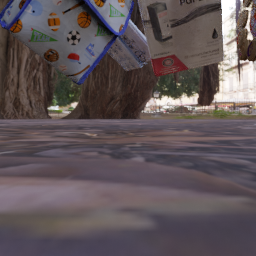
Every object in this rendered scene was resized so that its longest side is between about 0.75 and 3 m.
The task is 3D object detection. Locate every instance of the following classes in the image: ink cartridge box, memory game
[{"bbox_3d":[1.465,-3.176,7.860,2.157,2.962,1.256,-12,39,9],"label":"ink cartridge box"},{"bbox_3d":[3.127,-2.974,6.627,0.181,2.843,2.843,8,2,2],"label":"memory game"}]

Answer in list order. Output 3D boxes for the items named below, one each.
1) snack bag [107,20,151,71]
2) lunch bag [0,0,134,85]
[{"bbox_3d":[-0.290,-3.350,10.813,2.758,0.313,2.925,43,-16,-24],"label":"snack bag"},{"bbox_3d":[-1.362,-2.882,6.916,2.352,2.767,1.713,38,2,-42],"label":"lunch bag"}]
